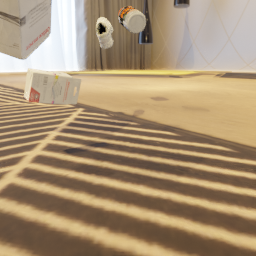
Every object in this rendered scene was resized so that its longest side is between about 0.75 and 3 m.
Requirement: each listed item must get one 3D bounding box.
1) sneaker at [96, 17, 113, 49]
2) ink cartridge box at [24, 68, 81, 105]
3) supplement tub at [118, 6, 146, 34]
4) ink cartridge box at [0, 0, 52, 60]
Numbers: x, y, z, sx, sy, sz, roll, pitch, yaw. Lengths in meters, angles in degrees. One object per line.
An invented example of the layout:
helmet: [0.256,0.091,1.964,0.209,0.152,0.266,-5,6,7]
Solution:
sneaker: [-0.764,-3.130,8.755,0.518,0.661,1.331,-18,56,6]
ink cartridge box: [-1.519,-0.825,5.706,1.041,0.607,0.351,1,22,-39]
supplement tub: [0.126,-4.643,11.918,0.887,0.887,1.447,-6,35,-21]
ink cartridge box: [-2.478,-2.994,6.399,0.947,2.287,1.675,19,44,1]
